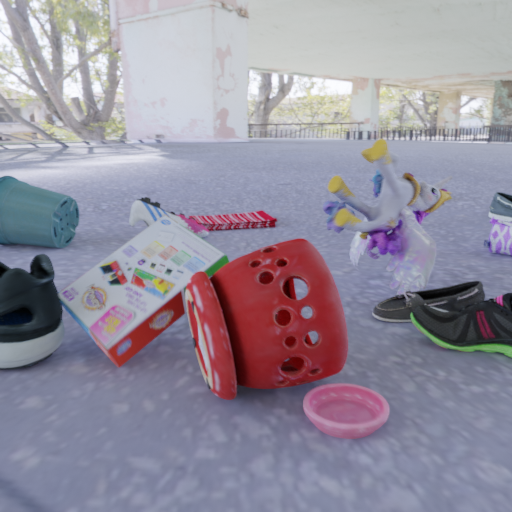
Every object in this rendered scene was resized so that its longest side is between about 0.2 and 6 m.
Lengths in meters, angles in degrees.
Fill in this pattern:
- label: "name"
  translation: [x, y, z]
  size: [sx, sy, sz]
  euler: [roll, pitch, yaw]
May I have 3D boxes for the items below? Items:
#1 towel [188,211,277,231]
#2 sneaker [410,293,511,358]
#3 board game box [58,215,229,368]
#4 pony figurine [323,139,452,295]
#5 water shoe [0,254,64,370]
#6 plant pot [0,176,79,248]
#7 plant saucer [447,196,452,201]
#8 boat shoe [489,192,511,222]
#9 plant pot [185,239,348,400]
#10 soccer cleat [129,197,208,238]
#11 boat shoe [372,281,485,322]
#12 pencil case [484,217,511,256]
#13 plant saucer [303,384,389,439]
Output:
- label: "towel"
  translation: [-0.597, -0.887, 13.854]
  size: [1.992, 0.224, 1.440]
  euler: [-4, 15, -14]
- label: "sneaker"
  translation: [2.784, 0.763, 6.678]
  size: [1.815, 0.760, 0.696]
  euler: [6, 16, 22]
- label: "board game box"
  translation: [-1.353, 0.342, 6.761]
  size: [1.738, 0.351, 1.330]
  euler: [-39, 47, -20]
- label: "pony figurine"
  translation: [1.975, -0.582, 8.441]
  size: [2.107, 2.034, 1.755]
  euler: [19, 13, -38]
- label: "water shoe"
  translation: [-3.849, 0.303, 6.632]
  size: [3.441, 1.358, 1.230]
  euler: [9, 19, 8]
- label: "plant pot"
  translation: [-4.554, -0.809, 11.553]
  size: [1.437, 1.467, 1.467]
  euler: [11, 17, 9]
- label: "plant saucer"
  translation: [5.623, -1.869, 17.533]
  size: [0.812, 0.197, 0.812]
  euler: [11, 19, 35]
- label: "boat shoe"
  translation: [6.919, -1.143, 13.866]
  size: [0.819, 0.695, 2.249]
  euler: [-15, 21, -43]
- label: "plant pot"
  translation: [0.029, 0.650, 5.700]
  size: [1.339, 1.470, 1.470]
  euler: [-12, 18, -13]
- label: "soccer cleat"
  translation: [-1.920, -0.634, 12.177]
  size: [1.766, 0.763, 0.617]
  euler: [24, -6, -21]
- label: "boat shoe"
  translation: [2.411, 0.604, 7.835]
  size: [1.638, 0.467, 0.548]
  euler: [-3, 15, -10]
- label: "pencil case"
  translation: [5.345, -0.319, 10.695]
  size: [1.750, 0.748, 0.734]
  euler: [10, 34, 30]
- label: "plant saucer"
  translation: [0.831, 1.453, 5.212]
  size: [0.787, 0.199, 0.787]
  euler: [0, 16, 0]
